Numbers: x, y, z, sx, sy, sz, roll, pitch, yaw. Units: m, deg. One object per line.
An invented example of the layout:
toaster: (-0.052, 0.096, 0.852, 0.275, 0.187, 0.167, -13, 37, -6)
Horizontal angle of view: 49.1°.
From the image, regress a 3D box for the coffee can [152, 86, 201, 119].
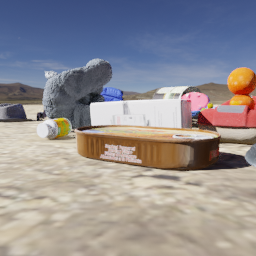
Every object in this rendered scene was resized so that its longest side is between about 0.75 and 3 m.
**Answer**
coffee can: (2.763, -1.463, 15.795, 1.751, 1.751, 2.393, -4, 7, -31)

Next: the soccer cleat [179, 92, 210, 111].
soccer cleat: (2.738, -0.966, 13.207, 1.117, 0.974, 2.921, 6, -15, -38)

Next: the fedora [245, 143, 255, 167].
fedora: (1.700, 0.529, 1.910, 1.713, 0.782, 1.713, 2, 7, 0)

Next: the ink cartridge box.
ink cartridge box: (0.437, -0.264, 7.822, 2.459, 1.018, 1.802, -1, 5, 21)

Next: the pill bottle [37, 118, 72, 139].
pill bottle: (-2.077, 0.018, 7.879, 0.535, 0.535, 0.964, 3, 7, 24)

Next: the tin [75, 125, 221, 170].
tin: (0.287, 0.287, 5.400, 2.894, 0.606, 1.620, 4, 11, 33)

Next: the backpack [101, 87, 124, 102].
backpack: (-0.837, -1.199, 14.089, 1.566, 1.618, 1.928, 20, 5, -1)

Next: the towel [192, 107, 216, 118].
towel: (2.544, -0.540, 11.336, 1.685, 0.277, 2.327, -20, -3, 39)

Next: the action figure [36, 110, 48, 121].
action figure: (-4.114, -0.681, 14.585, 1.053, 0.561, 1.618, -6, 1, 13)

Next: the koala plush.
koala plush: (-2.213, -1.136, 10.320, 2.614, 2.522, 2.844, -17, 18, -33)

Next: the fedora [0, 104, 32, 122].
fedora: (-5.683, -0.767, 13.713, 1.671, 0.853, 1.889, 4, 7, 31)

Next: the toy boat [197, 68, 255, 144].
toy boat: (3.176, -0.690, 7.802, 1.941, 1.945, 2.975, 4, 7, 32)

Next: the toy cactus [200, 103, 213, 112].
toy cactus: (3.554, -0.384, 10.464, 2.218, 1.134, 1.830, -11, -11, -20)
